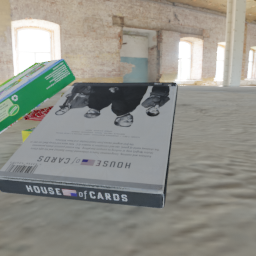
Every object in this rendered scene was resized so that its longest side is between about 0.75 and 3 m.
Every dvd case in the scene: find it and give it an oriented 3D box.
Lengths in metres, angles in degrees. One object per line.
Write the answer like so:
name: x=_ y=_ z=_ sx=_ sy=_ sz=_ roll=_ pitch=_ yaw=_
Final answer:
dvd case: x=-0.342 y=-0.010 z=4.299 sx=2.062 sy=0.339 sz=2.744 roll=2 pitch=35 yaw=12

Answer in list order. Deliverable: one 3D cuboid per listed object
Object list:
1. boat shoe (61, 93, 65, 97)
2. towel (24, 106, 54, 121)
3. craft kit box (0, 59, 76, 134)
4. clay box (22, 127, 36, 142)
boat shoe: x=-2.367 y=-0.973 z=10.349 sx=0.255 sy=0.824 sz=0.297 roll=15 pitch=38 yaw=-1
towel: x=-1.596 y=-0.544 z=8.490 sx=2.524 sy=0.284 sz=1.825 roll=-11 pitch=-8 yaw=25
craft kit box: x=-3.062 y=-0.766 z=7.265 sx=2.849 sy=0.691 sz=2.814 roll=-40 pitch=30 yaw=-18
clay box: x=-1.349 y=0.154 z=6.347 sx=1.242 sy=0.515 sz=2.162 roll=5 pitch=14 yaw=25
